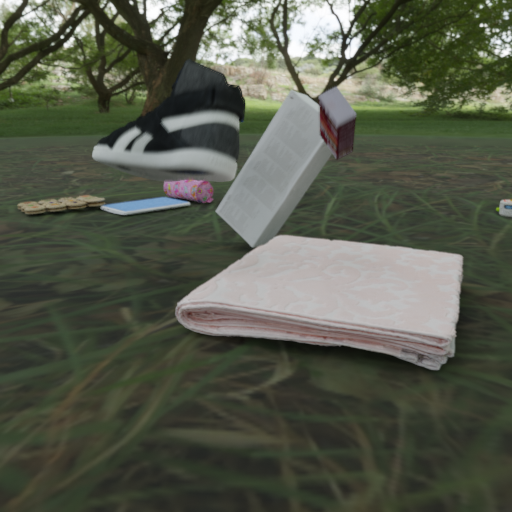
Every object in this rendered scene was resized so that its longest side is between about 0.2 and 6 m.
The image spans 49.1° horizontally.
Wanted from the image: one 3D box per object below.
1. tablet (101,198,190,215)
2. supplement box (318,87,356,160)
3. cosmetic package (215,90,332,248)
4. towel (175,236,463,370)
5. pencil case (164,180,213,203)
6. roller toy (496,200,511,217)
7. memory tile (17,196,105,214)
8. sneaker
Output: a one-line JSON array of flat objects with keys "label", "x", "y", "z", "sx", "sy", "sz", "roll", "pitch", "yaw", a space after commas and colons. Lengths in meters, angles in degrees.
[{"label": "tablet", "x": -2.965, "y": -1.338, "z": 15.065, "sx": 2.057, "sy": 0.140, "sz": 1.338, "roll": -13, "pitch": 20, "yaw": -41}, {"label": "supplement box", "x": 1.139, "y": -1.855, "z": 7.935, "sx": 0.301, "sy": 0.539, "sz": 0.990, "roll": -28, "pitch": -21, "yaw": -3}, {"label": "cosmetic package", "x": 0.440, "y": -1.573, "z": 10.535, "sx": 1.142, "sy": 2.767, "sz": 0.701, "roll": 44, "pitch": 26, "yaw": 19}, {"label": "towel", "x": 1.130, "y": 0.456, "z": 7.867, "sx": 3.318, "sy": 0.560, "sz": 3.474, "roll": 7, "pitch": 17, "yaw": 21}, {"label": "pencil case", "x": -1.956, "y": -1.910, "z": 16.197, "sx": 1.637, "sy": 0.716, "sz": 0.716, "roll": 15, "pitch": 22, "yaw": 41}, {"label": "roller toy", "x": 6.440, "y": -1.218, "z": 14.138, "sx": 0.585, "sy": 0.409, "sz": 0.533, "roll": -3, "pitch": 16, "yaw": -9}, {"label": "memory tile", "x": -5.204, "y": -1.388, "z": 14.966, "sx": 2.053, "sy": 0.172, "sz": 1.574, "roll": -11, "pitch": 16, "yaw": -29}, {"label": "sneaker", "x": -1.282, "y": -2.084, "z": 8.658, "sx": 3.073, "sy": 1.719, "sz": 1.123, "roll": 11, "pitch": -4, "yaw": 41}]
